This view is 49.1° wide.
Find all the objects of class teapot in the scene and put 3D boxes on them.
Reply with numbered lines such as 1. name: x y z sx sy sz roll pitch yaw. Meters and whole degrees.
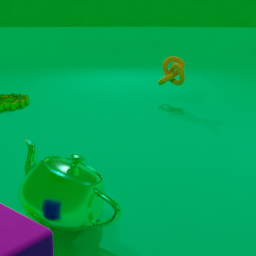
1. teapot: -0.875 0.767 3.813 1.862 0.912 1.158 26 7 25

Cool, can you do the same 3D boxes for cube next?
1. cube: -1.254 1.246 2.040 1.023 1.023 1.023 9 14 36

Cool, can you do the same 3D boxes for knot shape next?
1. knot shape: 1.464 -1.749 8.939 0.501 1.084 1.014 25 8 -36

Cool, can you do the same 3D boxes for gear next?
1. gear: -3.938 -0.851 9.163 1.337 0.247 1.337 0 22 0
